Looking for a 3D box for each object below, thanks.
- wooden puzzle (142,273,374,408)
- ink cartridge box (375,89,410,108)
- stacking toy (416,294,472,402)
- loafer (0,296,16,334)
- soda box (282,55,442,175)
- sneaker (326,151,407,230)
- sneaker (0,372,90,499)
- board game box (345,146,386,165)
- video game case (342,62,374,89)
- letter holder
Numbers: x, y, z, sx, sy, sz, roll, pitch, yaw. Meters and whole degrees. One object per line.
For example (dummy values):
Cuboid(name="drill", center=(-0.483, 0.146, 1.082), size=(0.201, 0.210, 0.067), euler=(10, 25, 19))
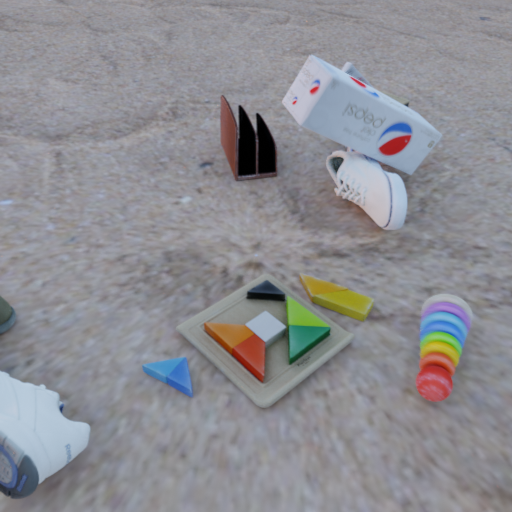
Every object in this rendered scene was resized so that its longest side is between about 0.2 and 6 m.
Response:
Cuboid(name="wooden puzzle", center=(0.129, 0.967, 7.439), size=(1.979, 0.343, 2.933), euler=(27, 45, 30))
Cuboid(name="ink cartridge box", center=(2.958, -3.555, 13.327), size=(0.871, 0.397, 1.057), euler=(-30, 47, -35))
Cuboid(name="stacking toy", center=(2.267, 1.152, 6.930), size=(0.643, 0.643, 1.506), euler=(14, 39, 18))
Cuboid(name="loafer", center=(-4.216, 0.764, 7.464), size=(1.828, 0.637, 0.687), euler=(-9, 38, -12))
Cuboid(name="soda box", center=(1.915, -2.414, 9.892), size=(2.841, 0.968, 0.904), euler=(15, 32, -34))
Cuboid(name="sneaker", center=(1.846, -1.162, 9.815), size=(0.899, 0.928, 2.541), euler=(-1, 27, -9))
Cuboid(name="sneaker", center=(-2.776, 1.753, 6.225), size=(2.266, 0.844, 0.987), euler=(28, 25, 31))
Cuboid(name="board game box", center=(2.416, -2.468, 11.718), size=(1.017, 0.618, 1.275), euler=(1, 37, 1))
Cuboid(name="video game case", center=(1.929, -3.359, 12.034), size=(1.082, 1.188, 0.137), euler=(24, 10, -48))
Cuboid(name="letter holder", center=(-0.176, -2.472, 11.240), size=(0.855, 1.209, 1.701), euler=(-8, 38, -10))
